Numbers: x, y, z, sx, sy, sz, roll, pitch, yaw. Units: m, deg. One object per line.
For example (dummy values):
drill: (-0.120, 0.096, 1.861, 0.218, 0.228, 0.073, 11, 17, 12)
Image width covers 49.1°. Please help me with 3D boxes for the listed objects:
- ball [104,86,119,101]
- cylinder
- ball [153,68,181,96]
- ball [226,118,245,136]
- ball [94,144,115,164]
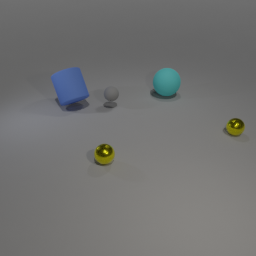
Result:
ball: (-0.769, -1.582, 12.938, 0.700, 0.700, 0.700, 0, 30, 0)
cylinder: (-2.673, -1.911, 12.985, 1.400, 1.400, 1.400, -19, 2, 1)
ball: (1.958, -2.320, 14.169, 1.400, 1.400, 1.400, 0, 30, 0)
ball: (4.242, -0.048, 11.050, 0.700, 0.700, 0.700, 0, 30, 0)
ball: (-0.789, 0.872, 9.411, 0.700, 0.700, 0.700, 0, 30, 0)
